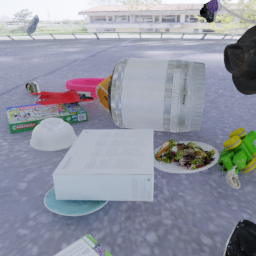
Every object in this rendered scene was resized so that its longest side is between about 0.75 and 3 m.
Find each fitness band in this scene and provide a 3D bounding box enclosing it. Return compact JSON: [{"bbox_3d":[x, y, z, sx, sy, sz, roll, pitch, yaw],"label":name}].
[{"bbox_3d":[-1.551,-2.034,13.677,2.985,0.559,2.144,4,24,6],"label":"fitness band"}]

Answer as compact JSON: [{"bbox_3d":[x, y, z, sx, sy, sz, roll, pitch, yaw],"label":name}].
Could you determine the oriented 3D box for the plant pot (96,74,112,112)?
[{"bbox_3d":[-0.266,-1.513,11.197,1.712,1.870,1.870,-32,36,-24],"label":"plant pot"}]

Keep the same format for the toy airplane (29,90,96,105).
[{"bbox_3d":[-2.645,-1.225,11.107,2.902,0.534,2.902,-2,8,0],"label":"toy airplane"}]

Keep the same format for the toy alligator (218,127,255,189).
[{"bbox_3d":[2.642,0.769,7.055,0.792,0.865,2.918,-35,0,39],"label":"toy alligator"}]

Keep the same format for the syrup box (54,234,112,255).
[{"bbox_3d":[-0.179,2.314,3.347,0.837,0.809,2.055,-21,31,-40],"label":"syrup box"}]

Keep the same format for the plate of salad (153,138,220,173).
[{"bbox_3d":[1.463,0.654,7.414,1.832,0.440,1.832,-7,20,3],"label":"plate of salad"}]

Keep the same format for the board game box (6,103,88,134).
[{"bbox_3d":[-3.030,-0.501,10.363,2.641,0.385,1.777,-11,26,-23],"label":"board game box"}]

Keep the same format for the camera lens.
[{"bbox_3d":[0.935,-1.072,9.200,2.917,2.333,2.333,5,24,11],"label":"camera lens"}]

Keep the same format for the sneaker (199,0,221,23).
[{"bbox_3d":[2.371,-3.484,8.384,0.528,0.457,1.207,-13,-5,5],"label":"sneaker"}]

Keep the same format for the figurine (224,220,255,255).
[{"bbox_3d":[1.937,2.334,3.401,2.000,0.882,2.049,24,33,35],"label":"figurine"}]

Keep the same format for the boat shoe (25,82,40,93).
[{"bbox_3d":[-4.556,-1.889,13.355,0.478,0.571,1.598,-11,20,-24],"label":"boat shoe"}]

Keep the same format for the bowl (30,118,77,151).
[{"bbox_3d":[-2.322,0.100,8.656,1.446,0.650,1.446,0,24,0],"label":"bowl"}]

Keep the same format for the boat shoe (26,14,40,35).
[{"bbox_3d":[-3.360,-3.675,9.956,0.290,0.788,0.263,22,42,-41],"label":"boat shoe"}]

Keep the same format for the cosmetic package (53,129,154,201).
[{"bbox_3d":[-0.394,0.750,6.782,2.020,0.692,2.679,2,19,5],"label":"cosmetic package"}]

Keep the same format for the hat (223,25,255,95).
[{"bbox_3d":[3.031,-1.860,7.470,0.792,1.964,1.964,5,22,-12],"label":"hat"}]

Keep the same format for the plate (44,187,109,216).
[{"bbox_3d":[-1.061,1.497,5.927,1.372,0.175,1.372,0,19,0],"label":"plate"}]
